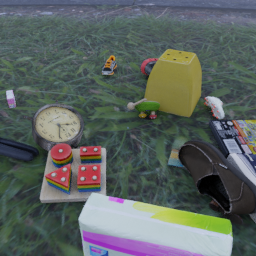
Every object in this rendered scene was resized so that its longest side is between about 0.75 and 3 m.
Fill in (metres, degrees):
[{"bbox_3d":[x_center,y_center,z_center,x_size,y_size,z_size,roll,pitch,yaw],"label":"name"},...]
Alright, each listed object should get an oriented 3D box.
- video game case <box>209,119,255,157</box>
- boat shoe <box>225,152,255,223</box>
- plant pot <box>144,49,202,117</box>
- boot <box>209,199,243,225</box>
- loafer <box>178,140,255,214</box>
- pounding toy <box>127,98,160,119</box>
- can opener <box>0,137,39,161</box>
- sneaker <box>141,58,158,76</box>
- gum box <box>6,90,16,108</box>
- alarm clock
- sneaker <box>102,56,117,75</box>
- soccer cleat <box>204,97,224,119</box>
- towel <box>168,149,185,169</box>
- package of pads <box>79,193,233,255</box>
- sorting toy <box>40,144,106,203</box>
[{"bbox_3d":[4.120,0.379,9.804,1.999,0.282,2.212,-1,34,-1],"label":"video game case"},{"bbox_3d":[3.701,1.592,7.739,1.139,0.917,2.457,-2,43,-12],"label":"boat shoe"},{"bbox_3d":[1.957,-2.013,11.558,2.042,2.088,2.028,16,40,19],"label":"plant pot"},{"bbox_3d":[2.870,2.036,7.662,0.973,0.335,1.044,31,42,32],"label":"boot"},{"bbox_3d":[2.251,1.256,7.759,1.046,1.070,2.932,-8,28,-27],"label":"loafer"},{"bbox_3d":[0.683,-0.665,10.940,1.000,0.601,1.295,-10,-14,38],"label":"pounding toy"},{"bbox_3d":[-4.185,0.557,9.250,2.541,0.999,0.806,21,35,12],"label":"can opener"},{"bbox_3d":[1.998,-3.021,13.873,2.600,0.919,1.270,-15,39,-16],"label":"sneaker"},{"bbox_3d":[-4.963,-1.242,11.889,0.259,0.445,0.784,-13,39,-17],"label":"gum box"},{"bbox_3d":[-2.231,0.190,9.542,2.527,0.841,1.705,43,53,19],"label":"alarm clock"},{"bbox_3d":[-0.978,-3.193,14.381,0.598,0.590,1.529,8,39,7],"label":"sneaker"},{"bbox_3d":[3.575,-0.869,11.211,0.590,0.527,1.522,-7,33,-5],"label":"soccer cleat"},{"bbox_3d":[1.668,1.010,9.199,0.603,0.089,0.822,11,36,13],"label":"towel"},{"bbox_3d":[0.463,2.518,5.524,2.716,2.098,0.926,9,34,13],"label":"package of pads"},{"bbox_3d":[-1.579,1.205,8.274,1.820,0.637,1.831,-2,45,-3],"label":"sorting toy"}]
